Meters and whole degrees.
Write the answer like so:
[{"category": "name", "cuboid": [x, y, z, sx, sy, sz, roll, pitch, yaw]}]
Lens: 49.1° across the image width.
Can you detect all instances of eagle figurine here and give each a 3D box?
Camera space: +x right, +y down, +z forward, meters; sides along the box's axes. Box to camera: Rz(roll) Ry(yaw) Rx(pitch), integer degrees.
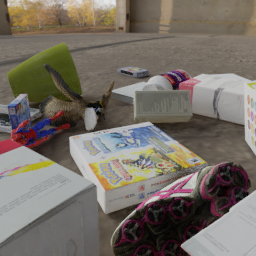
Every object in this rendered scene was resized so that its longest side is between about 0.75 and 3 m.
[{"category": "eagle figurine", "cuboid": [-1.994, -0.960, 10.072, 2.557, 1.940, 1.929, 14, -13, -10]}]

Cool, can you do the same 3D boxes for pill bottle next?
[{"category": "pill bottle", "cuboid": [1.722, -1.714, 12.276, 1.369, 1.369, 2.435, 19, 30, 37]}]

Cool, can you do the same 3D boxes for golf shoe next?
[{"category": "golf shoe", "cuboid": [0.944, 1.630, 5.327, 2.944, 1.069, 1.355, -21, -7, -25]}]

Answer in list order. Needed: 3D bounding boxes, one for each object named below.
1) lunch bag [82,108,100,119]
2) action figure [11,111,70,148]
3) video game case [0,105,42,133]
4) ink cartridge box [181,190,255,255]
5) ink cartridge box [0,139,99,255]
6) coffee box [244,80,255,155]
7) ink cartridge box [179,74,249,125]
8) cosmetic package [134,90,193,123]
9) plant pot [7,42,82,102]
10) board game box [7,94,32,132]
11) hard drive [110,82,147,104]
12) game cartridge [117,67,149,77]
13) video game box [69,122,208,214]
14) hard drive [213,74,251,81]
[{"category": "lunch bag", "cuboid": [-1.415, -0.642, 11.059, 0.822, 0.388, 1.026, 7, 25, 11]}, {"category": "action figure", "cuboid": [-2.652, 0.013, 8.707, 1.180, 0.778, 2.385, -23, 7, 40]}, {"category": "video game case", "cuboid": [-4.709, -0.400, 10.670, 2.161, 0.252, 1.964, 8, 24, 15]}, {"category": "ink cartridge box", "cuboid": [2.485, 2.019, 3.643, 2.419, 0.607, 2.787, -20, 33, -32]}, {"category": "ink cartridge box", "cuboid": [-1.834, 1.506, 4.400, 2.355, 1.711, 1.704, 18, 29, 35]}, {"category": "coffee box", "cuboid": [4.468, -0.260, 7.651, 1.990, 1.987, 1.968, -8, 21, 10]}, {"category": "ink cartridge box", "cuboid": [3.841, -1.242, 11.347, 2.951, 1.221, 2.162, 18, 29, 36]}, {"category": "cosmetic package", "cuboid": [1.252, -0.790, 10.333, 2.045, 1.059, 0.748, 0, -19, -3]}, {"category": "plant pot", "cuboid": [-3.747, -2.153, 12.403, 2.733, 2.558, 2.558, -20, 28, -14]}, {"category": "board game box", "cuboid": [-3.501, -0.325, 9.176, 0.278, 1.281, 1.275, -1, 24, -3]}, {"category": "hard drive", "cuboid": [0.509, -1.763, 13.694, 1.660, 0.331, 2.517, 20, 30, 38]}, {"category": "game cartridge", "cuboid": [0.365, -3.605, 17.941, 1.236, 0.380, 1.858, -16, 28, -40]}, {"category": "video game box", "cuboid": [0.105, 0.790, 7.402, 2.663, 0.684, 2.924, -13, 27, -22]}, {"category": "hard drive", "cuboid": [5.644, -2.377, 15.027, 1.961, 0.377, 2.973, -5, 24, -12]}]
